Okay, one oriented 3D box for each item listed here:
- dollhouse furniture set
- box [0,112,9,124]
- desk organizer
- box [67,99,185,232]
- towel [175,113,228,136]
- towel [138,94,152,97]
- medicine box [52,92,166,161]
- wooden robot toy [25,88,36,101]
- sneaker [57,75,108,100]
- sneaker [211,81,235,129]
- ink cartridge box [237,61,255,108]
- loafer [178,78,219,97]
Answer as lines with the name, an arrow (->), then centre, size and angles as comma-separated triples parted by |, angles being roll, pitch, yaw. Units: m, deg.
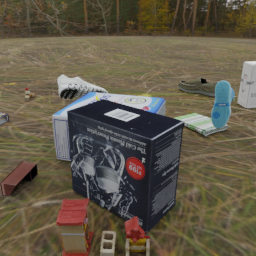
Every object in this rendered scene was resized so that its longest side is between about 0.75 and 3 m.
dollhouse furniture set -> -0.437, 1.959, 5.436 | 1.734, 0.933, 0.705 | 0, 23, 1
box -> -5.835, -0.382, 11.667 | 1.309, 0.316, 1.036 | 10, 25, 23
desk organizer -> -2.896, 1.352, 7.533 | 0.435, 0.405, 1.130 | 6, 24, 9
box -> -0.122, 0.738, 6.624 | 2.453, 2.233, 1.277 | 18, 29, 35
towel -> 2.907, -0.175, 11.363 | 1.352, 0.278, 1.813 | -12, 24, -30
towel -> 0.475, -1.559, 14.696 | 1.512, 0.137, 0.651 | -13, 21, -25
medicine box -> -0.482, -0.031, 9.300 | 2.983, 1.536, 2.717 | 7, 24, 16
wooden robot toy -> -5.165, -1.806, 14.826 | 0.559, 0.543, 1.232 | 3, 21, -21
sneaker -> -2.101, -1.885, 13.300 | 2.726, 1.024, 1.105 | 6, 48, -45
sneaker -> 3.443, -0.787, 9.972 | 0.659, 1.656, 1.081 | 11, 5, 30
ink cartridge box -> 6.276, -2.092, 13.373 | 1.545, 2.109, 0.873 | -4, 24, -9
loafer -> 4.015, -2.426, 15.696 | 2.570, 0.895, 0.966 | 16, 28, 33
